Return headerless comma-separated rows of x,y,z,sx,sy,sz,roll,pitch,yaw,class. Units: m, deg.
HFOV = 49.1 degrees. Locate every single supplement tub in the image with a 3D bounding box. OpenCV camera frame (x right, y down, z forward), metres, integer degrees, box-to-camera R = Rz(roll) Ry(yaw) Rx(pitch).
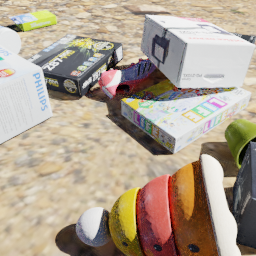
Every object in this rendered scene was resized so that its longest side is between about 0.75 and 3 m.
-4.837,-3.234,10.261,1.588,1.048,1.048,22,44,26,supplement tub

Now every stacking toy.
0.357,1.520,4.467,2.516,1.838,1.838,-13,37,15,stacking toy

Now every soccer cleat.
0.110,-1.532,8.607,2.238,0.746,0.856,-24,75,-33,soccer cleat

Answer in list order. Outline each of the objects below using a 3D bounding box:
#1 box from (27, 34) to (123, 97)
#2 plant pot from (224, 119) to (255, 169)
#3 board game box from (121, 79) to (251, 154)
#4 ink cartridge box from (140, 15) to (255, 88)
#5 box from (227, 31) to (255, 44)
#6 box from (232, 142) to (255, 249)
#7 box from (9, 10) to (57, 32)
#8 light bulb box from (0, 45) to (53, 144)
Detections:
-1.771,-2.178,9.260,2.296,0.699,2.849,15,42,21,box
2.617,0.308,6.090,1.033,1.033,0.994,-6,29,-7,plant pot
1.573,-0.652,7.553,2.942,0.504,1.978,-28,47,-29,board game box
1.823,-2.297,8.096,2.076,1.209,2.867,-4,34,-18,ink cartridge box
3.669,-2.772,9.967,1.271,0.710,1.801,18,42,25,box
2.298,1.157,4.769,0.762,1.276,1.298,11,41,13,box
-4.306,-4.878,12.722,1.818,0.433,1.108,-26,46,-28,box
-3.664,-0.812,6.955,2.417,1.522,2.439,30,48,31,light bulb box
